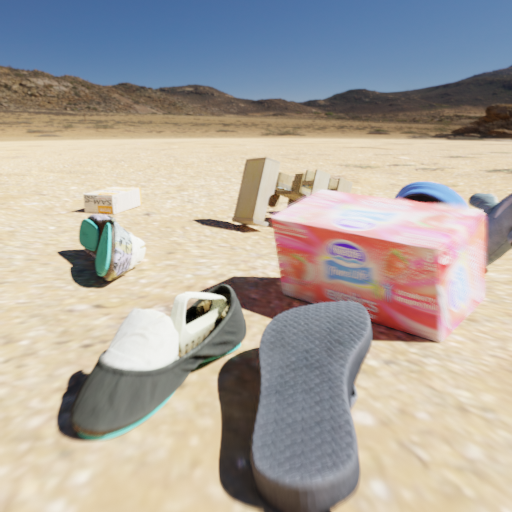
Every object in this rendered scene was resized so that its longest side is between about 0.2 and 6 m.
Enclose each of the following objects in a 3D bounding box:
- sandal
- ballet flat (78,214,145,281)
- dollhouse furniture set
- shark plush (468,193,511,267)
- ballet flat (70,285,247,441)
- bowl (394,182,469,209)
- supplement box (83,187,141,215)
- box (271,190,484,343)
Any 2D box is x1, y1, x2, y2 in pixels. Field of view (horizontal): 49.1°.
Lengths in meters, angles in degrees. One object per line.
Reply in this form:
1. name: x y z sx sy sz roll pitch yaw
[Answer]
1. sandal: 0.460 1.147 4.807 1.007 0.567 2.649 -3 23 16
2. ballet flat: -2.274 -0.188 9.134 0.892 0.892 2.480 -7 17 -24
3. dollhouse furniture set: 0.713 -1.200 12.561 2.128 1.414 1.865 14 -2 -31
4. shark plush: 3.897 -0.390 7.962 1.089 0.998 2.396 38 -19 -13
5. ballet flat: -0.867 0.810 5.312 0.799 0.804 2.350 8 17 25
6. bowl: 2.689 -0.596 8.703 1.229 1.229 0.241 11 49 35
7. supplement box: -3.666 -1.443 14.390 0.869 0.507 1.379 4 16 17
8. box: 1.491 0.003 7.101 2.418 1.241 1.145 15 35 42
